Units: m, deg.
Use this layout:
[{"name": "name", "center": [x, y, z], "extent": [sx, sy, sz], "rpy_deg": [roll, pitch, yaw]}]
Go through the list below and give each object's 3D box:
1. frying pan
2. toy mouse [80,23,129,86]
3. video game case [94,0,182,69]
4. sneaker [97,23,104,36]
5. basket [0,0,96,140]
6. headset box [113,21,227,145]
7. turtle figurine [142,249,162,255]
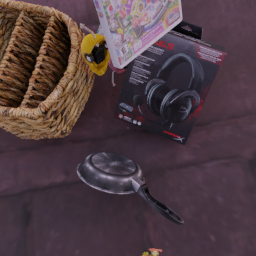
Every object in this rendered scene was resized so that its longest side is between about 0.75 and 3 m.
[{"name": "frying pan", "center": [-0.132, 1.203, 6.162], "extent": [1.632, 2.698, 0.439], "rpy_deg": [2, 111, -30]}, {"name": "toy mouse", "center": [-0.195, -2.209, 6.718], "extent": [0.515, 2.662, 2.366], "rpy_deg": [36, 70, 20]}, {"name": "video game case", "center": [0.136, -2.505, 4.427], "extent": [0.233, 2.583, 1.850], "rpy_deg": [29, 61, 37]}, {"name": "sneaker", "center": [-0.068, -2.840, 7.305], "extent": [1.008, 0.858, 2.211], "rpy_deg": [26, 108, -20]}, {"name": "basket", "center": [-2.202, -1.445, 6.572], "extent": [2.130, 2.223, 2.984], "rpy_deg": [-3, 63, 29]}, {"name": "headset box", "center": [0.987, -1.199, 6.752], "extent": [1.971, 2.649, 1.023], "rpy_deg": [22, 29, 6]}, {"name": "turtle figurine", "center": [0.424, 2.897, 6.212], "extent": [0.977, 0.787, 0.314], "rpy_deg": [-29, 64, 15]}]
